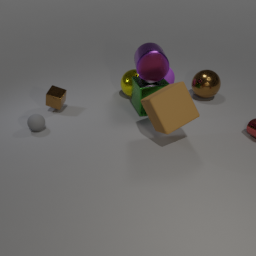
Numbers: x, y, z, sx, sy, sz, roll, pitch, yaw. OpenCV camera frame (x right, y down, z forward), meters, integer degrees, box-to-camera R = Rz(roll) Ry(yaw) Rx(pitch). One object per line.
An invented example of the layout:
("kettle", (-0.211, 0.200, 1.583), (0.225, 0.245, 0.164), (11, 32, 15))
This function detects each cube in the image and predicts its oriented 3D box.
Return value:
("cube", (1.012, -1.532, 12.832), (1.400, 1.400, 1.400), (-8, 33, -13))
("cube", (-3.235, -1.366, 12.596), (0.700, 0.700, 0.700), (19, 46, -1))
("cube", (1.514, -0.744, 10.367), (1.400, 1.400, 1.400), (-29, 9, -8))

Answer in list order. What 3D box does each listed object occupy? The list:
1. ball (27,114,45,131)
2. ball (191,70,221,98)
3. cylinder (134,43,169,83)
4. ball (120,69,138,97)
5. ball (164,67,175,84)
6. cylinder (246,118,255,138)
("ball", (-3.723, -0.228, 11.374), (0.700, 0.700, 0.700), (0, 32, 0))
("ball", (3.833, -2.162, 13.776), (1.400, 1.400, 1.400), (0, 32, 0))
("cylinder", (1.014, -2.882, 12.315), (1.400, 1.400, 1.400), (-2, 32, -3))
("ball", (0.322, -2.222, 13.971), (1.400, 1.400, 1.400), (0, 32, 0))
("ball", (1.724, -2.591, 14.564), (1.400, 1.400, 1.400), (0, 32, 0))
("cylinder", (5.087, 0.062, 10.803), (0.700, 0.700, 0.700), (-9, 23, -14))
